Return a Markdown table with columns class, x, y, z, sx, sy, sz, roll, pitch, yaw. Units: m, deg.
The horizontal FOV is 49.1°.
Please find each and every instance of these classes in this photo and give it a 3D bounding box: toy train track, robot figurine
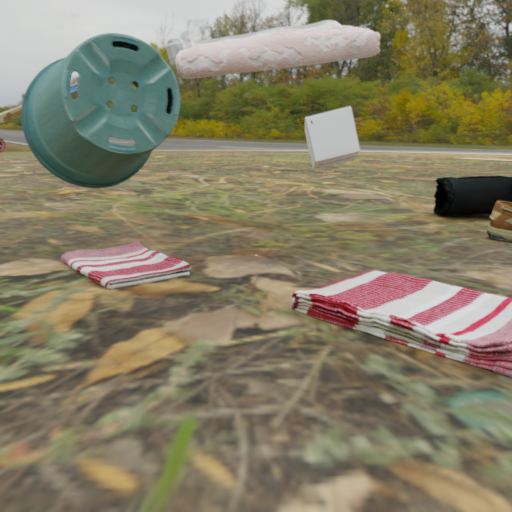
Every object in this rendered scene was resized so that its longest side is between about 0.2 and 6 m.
| class | x | y | z | sx | sy | sz | roll | pitch | yaw |
| --- | --- | --- | --- | --- | --- | --- | --- | --- | --- |
| toy train track | -3.407 | -2.485 | 9.535 | 3.563 | 0.580 | 2.043 | -32 | 25 | -22 |
| robot figurine | -1.479 | -3.728 | 10.338 | 0.302 | 0.535 | 0.454 | -19 | 15 | -26 |

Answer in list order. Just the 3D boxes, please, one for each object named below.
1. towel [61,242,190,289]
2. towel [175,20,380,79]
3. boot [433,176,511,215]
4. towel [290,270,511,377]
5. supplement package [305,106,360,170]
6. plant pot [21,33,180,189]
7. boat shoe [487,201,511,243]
| class | x | y | z | sx | sy | sz | roll | pitch | yaw |
| --- | --- | --- | --- | --- | --- | --- | --- | --- | --- |
| towel | -1.924 | 0.105 | 8.154 | 1.294 | 0.204 | 1.796 | -10 | 17 | -35 |
| towel | 0.244 | -3.501 | 9.381 | 3.011 | 0.485 | 2.876 | -8 | 25 | 0 |
| boot | 5.312 | -1.296 | 12.119 | 2.485 | 1.122 | 3.033 | 3 | 6 | 5 |
| towel | 1.875 | 0.549 | 6.084 | 2.547 | 0.290 | 1.834 | 12 | 17 | 43 |
| supplement package | 1.040 | -1.614 | 7.825 | 0.625 | 0.627 | 1.070 | -12 | 2 | 6 |
| plant pot | -1.700 | -1.652 | 6.362 | 1.658 | 1.658 | 1.624 | -7 | 5 | -28 |
| boat shoe | 5.131 | -0.576 | 9.745 | 2.125 | 0.785 | 0.804 | 10 | 16 | 36 |
